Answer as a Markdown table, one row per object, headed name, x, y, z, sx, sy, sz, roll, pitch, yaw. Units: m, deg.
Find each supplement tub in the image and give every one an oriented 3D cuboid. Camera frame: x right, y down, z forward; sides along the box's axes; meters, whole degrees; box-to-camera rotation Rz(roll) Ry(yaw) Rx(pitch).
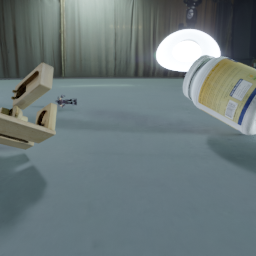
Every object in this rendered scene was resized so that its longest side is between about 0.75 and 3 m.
| name | x | y | z | sx | sy | sz | roll | pitch | yaw |
| --- | --- | --- | --- | --- | --- | --- | --- | --- | --- |
| supplement tub | 2.664 | -0.939 | 7.319 | 1.544 | 1.544 | 2.138 | -12 | 38 | -43 |

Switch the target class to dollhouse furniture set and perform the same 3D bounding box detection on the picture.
| name | x | y | z | sx | sy | sz | roll | pitch | yaw |
| --- | --- | --- | --- | --- | --- | --- | --- | --- | --- |
| dollhouse furniture set | -2.324 | -0.566 | 5.387 | 1.332 | 1.634 | 1.554 | 21 | -33 | -41 |

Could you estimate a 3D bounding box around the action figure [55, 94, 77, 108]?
| name | x | y | z | sx | sy | sz | roll | pitch | yaw |
| --- | --- | --- | --- | --- | --- | --- | --- | --- | --- |
| action figure | -2.585 | -1.089 | 11.628 | 0.916 | 0.596 | 0.318 | 2 | 41 | -9 |
